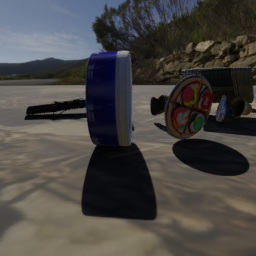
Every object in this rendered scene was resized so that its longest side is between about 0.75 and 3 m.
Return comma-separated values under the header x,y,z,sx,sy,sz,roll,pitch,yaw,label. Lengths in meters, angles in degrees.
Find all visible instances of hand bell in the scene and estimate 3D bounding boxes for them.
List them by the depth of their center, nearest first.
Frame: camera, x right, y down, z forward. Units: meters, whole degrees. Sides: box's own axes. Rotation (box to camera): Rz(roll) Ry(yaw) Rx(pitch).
x,y,z,sx,sy,sz,roll,pitch,yaw,label
4.326,-0.587,9.676,1.501,0.782,0.782,10,6,-20,hand bell

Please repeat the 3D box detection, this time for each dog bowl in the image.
x,y,z,sx,sy,sz,roll,pitch,yaw,label
-0.311,-0.571,5.601,0.733,1.861,1.861,0,10,4,dog bowl

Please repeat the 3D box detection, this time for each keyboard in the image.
x,y,z,sx,sy,sz,roll,pitch,yaw,label
-2.441,-0.642,10.182,2.387,0.473,1.243,-10,-8,-19,keyboard

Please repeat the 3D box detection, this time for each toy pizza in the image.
x,y,z,sx,sy,sz,roll,pitch,yaw,label
1.379,-0.418,6.047,1.454,1.454,0.230,-7,22,-35,toy pizza

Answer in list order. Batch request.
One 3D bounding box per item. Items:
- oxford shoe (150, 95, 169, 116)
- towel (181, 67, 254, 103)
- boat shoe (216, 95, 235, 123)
x,y,z,sx,sy,sz,roll,pitch,yaw,label
1.055,-0.666,8.294,0.579,0.579,1.624,-3,2,-15,oxford shoe
3.152,-1.461,9.702,2.216,0.397,2.301,1,-21,25,towel
3.170,-0.597,8.975,0.536,0.566,1.618,20,26,10,boat shoe
